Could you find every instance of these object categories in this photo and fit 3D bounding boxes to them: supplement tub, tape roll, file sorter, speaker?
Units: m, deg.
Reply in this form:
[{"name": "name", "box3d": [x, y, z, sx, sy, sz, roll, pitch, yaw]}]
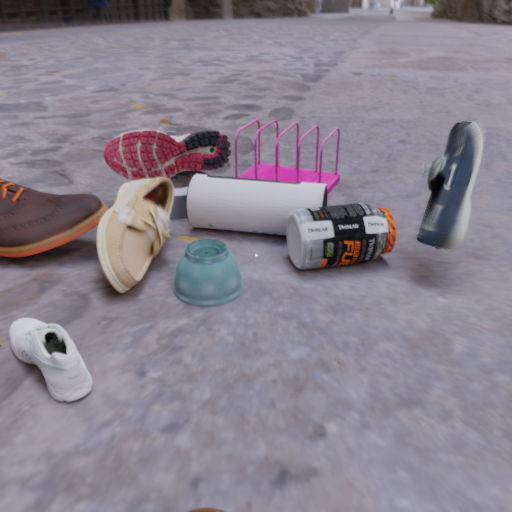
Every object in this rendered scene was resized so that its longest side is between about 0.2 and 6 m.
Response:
[{"name": "supplement tub", "box3d": [1.377, -0.341, 9.164, 1.621, 0.993, 0.993, -7, 29, -11]}, {"name": "tape roll", "box3d": [-1.619, -1.294, 11.448, 1.541, 0.509, 1.541, -1, 28, 0]}, {"name": "file sorter", "box3d": [0.690, -2.178, 12.255, 2.066, 1.296, 1.436, 12, 31, 20]}, {"name": "speaker", "box3d": [0.050, -0.902, 10.219, 2.487, 1.010, 1.010, 6, 29, 12]}]

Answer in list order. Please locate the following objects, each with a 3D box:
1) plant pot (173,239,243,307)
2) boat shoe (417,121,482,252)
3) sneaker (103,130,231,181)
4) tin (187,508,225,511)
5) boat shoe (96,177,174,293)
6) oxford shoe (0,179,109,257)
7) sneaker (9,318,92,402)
[{"name": "plant pot", "box3d": [-0.737, 0.189, 8.479, 1.078, 0.722, 1.078, 0, 29, 0]}, {"name": "boat shoe", "box3d": [2.954, -1.146, 8.704, 0.682, 2.204, 0.825, 14, -11, 1]}, {"name": "sneaker", "box3d": [-1.814, -2.008, 11.319, 2.586, 1.043, 0.966, -8, 13, -33]}, {"name": "tin", "box3d": [-0.256, 2.678, 4.313, 0.935, 0.349, 1.669, -22, 35, -28]}, {"name": "boat shoe", "box3d": [-1.843, -0.518, 9.068, 0.924, 0.984, 2.670, -19, 38, 14]}, {"name": "oxford shoe", "box3d": [-4.246, -0.763, 9.308, 3.478, 1.262, 1.238, -7, 31, 2]}, {"name": "sneaker", "box3d": [-2.556, 1.076, 6.894, 0.602, 0.686, 1.712, -26, 36, -36]}]
